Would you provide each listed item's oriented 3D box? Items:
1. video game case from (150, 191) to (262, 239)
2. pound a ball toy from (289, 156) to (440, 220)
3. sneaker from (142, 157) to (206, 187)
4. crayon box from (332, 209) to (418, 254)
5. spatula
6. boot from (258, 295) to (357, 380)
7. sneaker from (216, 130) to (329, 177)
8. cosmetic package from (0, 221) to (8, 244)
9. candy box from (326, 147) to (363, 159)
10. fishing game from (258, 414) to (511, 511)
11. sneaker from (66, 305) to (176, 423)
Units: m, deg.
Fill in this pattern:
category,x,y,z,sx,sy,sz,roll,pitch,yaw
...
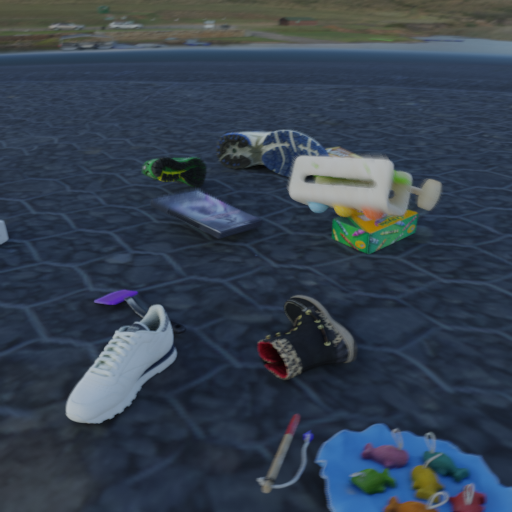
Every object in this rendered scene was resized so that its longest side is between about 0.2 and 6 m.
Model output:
category,x,y,z,sx,sy,sz,roll,pitch,yaw
video game case,-1.076,-0.933,12.162,2.019,0.191,1.442,25,27,31
pound a ball toy,2.244,-1.283,11.673,2.632,1.118,1.716,12,0,37
sneaker,-2.066,-2.241,14.473,0.826,0.757,1.940,14,7,40
crayon box,2.519,-0.632,11.846,1.669,0.486,0.992,-21,34,-37
spatula,-1.843,0.891,9.074,2.015,0.207,0.570,21,33,36
boot,0.558,1.165,8.144,1.179,0.573,1.565,-14,35,-28
sneaker,0.599,-3.122,16.148,3.364,1.296,1.433,13,25,24
cosmetic package,-5.917,-0.508,11.653,1.293,0.479,0.657,10,27,24
candy box,2.379,-2.621,15.940,1.000,0.479,1.732,-11,28,-22
fishing game,1.603,2.231,5.670,2.936,0.456,2.102,10,15,15
sneaker,-1.798,1.398,7.397,0.748,0.788,1.957,13,30,21
